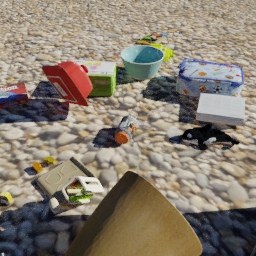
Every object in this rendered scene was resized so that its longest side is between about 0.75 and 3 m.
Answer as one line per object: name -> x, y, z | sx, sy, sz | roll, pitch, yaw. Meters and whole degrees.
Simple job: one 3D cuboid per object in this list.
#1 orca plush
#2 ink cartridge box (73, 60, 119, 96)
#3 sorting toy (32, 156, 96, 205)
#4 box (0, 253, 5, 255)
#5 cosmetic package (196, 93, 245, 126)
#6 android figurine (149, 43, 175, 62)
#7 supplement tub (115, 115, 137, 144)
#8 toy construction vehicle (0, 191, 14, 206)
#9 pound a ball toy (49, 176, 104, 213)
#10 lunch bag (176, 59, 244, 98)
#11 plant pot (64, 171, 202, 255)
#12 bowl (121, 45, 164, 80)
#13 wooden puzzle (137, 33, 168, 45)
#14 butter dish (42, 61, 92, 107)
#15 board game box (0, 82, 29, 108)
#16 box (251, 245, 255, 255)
orca plush -> 2.881, 0.216, 9.731 | 1.934, 0.687, 1.017 | 15, 42, 18
ink cartridge box -> -1.542, -2.651, 12.977 | 2.019, 1.035, 2.731 | 3, 40, 4
sorting toy -> -2.049, 1.458, 8.603 | 1.389, 0.250, 1.864 | -34, 50, -29
box -> -3.050, 3.590, 5.327 | 1.635, 1.014, 1.608 | -14, 41, -16
cosmetic package -> 3.626, -0.749, 10.990 | 1.732, 0.448, 1.306 | 10, 43, 16
android figurine -> 1.498, -4.077, 15.234 | 2.059, 0.423, 1.874 | 7, 40, 11
supplement tub -> -0.080, 0.072, 9.960 | 0.626, 0.626, 1.022 | 11, 41, 13
toy construction vehicle -> -3.987, 2.089, 7.617 | 1.296, 0.456, 1.128 | 6, 40, 7
pound a ball toy -> -1.367, 1.659, 7.292 | 0.957, 1.467, 0.623 | -36, 71, 6
lunch bag -> 3.568, -2.242, 12.467 | 2.909, 1.099, 2.331 | 12, 39, 13
plant pot -> -0.186, 2.577, 5.850 | 2.511, 2.340, 2.340 | -38, 51, -19
bowl -> 0.681, -3.056, 13.444 | 2.050, 1.072, 2.050 | 0, 39, 0
wooden puzzle -> 1.516, -5.487, 17.096 | 1.364, 0.236, 2.022 | 20, 43, 22
butter dish -> -2.124, -1.948, 10.974 | 1.901, 1.906, 1.409 | 13, 54, 48
board game box -> -5.743, -1.255, 11.876 | 2.842, 0.276, 1.463 | -15, 40, -17
box -> 3.881, 2.288, 6.386 | 1.224, 1.697, 2.286 | 26, 46, 28
